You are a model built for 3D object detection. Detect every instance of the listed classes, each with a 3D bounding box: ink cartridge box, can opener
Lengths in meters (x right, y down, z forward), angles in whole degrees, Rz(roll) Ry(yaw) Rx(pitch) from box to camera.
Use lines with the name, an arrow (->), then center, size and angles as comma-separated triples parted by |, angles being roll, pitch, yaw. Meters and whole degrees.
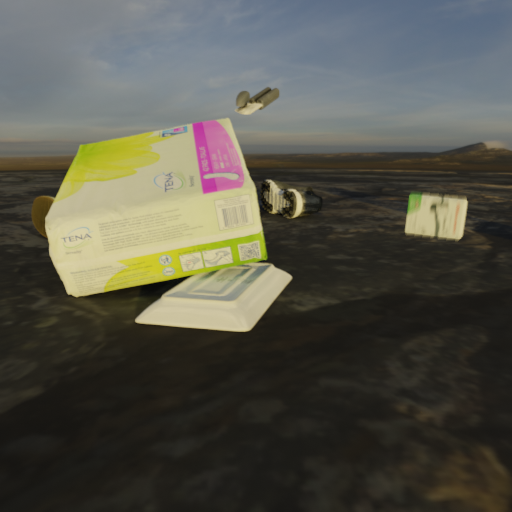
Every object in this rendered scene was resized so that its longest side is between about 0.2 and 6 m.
ink cartridge box -> 3.427, -0.753, 10.680 | 1.020, 0.748, 0.424 | 8, 9, 25
can opener -> 0.027, -3.161, 11.136 | 0.369, 0.463, 1.383 | 14, 39, 25

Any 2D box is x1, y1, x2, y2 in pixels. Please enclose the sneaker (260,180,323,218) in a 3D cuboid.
sneaker -> 1.168, -1.858, 18.436 | 1.441, 1.059, 3.186 | -1, 15, -21

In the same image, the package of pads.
package of pads -> -1.786, -1.100, 10.008 | 3.289, 1.452, 4.257 | -12, 29, -3

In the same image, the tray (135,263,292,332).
tray -> -0.497, 0.494, 8.586 | 1.608, 0.332, 2.995 | 4, 12, 14

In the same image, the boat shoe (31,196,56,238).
boat shoe -> -4.501, -0.867, 13.810 | 2.827, 1.010, 0.929 | 14, 11, 38
